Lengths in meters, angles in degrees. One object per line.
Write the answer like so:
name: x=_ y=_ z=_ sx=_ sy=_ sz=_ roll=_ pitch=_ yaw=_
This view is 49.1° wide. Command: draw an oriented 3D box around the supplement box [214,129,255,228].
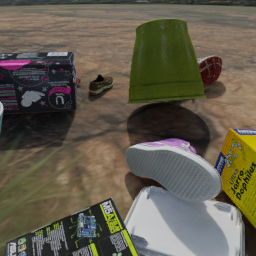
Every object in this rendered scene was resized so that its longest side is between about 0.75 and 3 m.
supplement box: x=2.641 y=1.010 z=4.928 sx=1.160 sy=1.167 sz=2.131 roll=3 pitch=27 yaw=-19

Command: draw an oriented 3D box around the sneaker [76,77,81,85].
sneaker: x=-2.346 y=-1.997 z=11.448 sx=0.944 sy=0.381 sz=0.353 roll=9 pitch=28 yaw=16

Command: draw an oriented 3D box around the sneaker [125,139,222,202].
sneaker: x=1.150 y=0.642 z=5.722 sx=1.405 sy=0.893 sz=2.464 roll=-11 pitch=16 yaw=-31

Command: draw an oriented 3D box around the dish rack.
dish rack: x=0.916 y=1.669 z=4.704 sx=2.042 sy=0.444 sz=1.752 roll=11 pitch=30 yaw=17

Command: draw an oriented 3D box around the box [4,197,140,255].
box: x=-0.717 y=1.992 z=3.794 sx=1.800 sy=0.443 sz=1.864 roll=-19 pitch=33 yaw=-14

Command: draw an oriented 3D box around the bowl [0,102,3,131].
bowl: x=-3.989 y=0.323 z=6.194 sx=2.569 sy=1.344 sz=2.569 roll=0 pitch=29 yaw=0

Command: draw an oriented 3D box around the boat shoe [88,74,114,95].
boat shoe: x=-0.997 y=-1.808 z=10.880 sx=0.581 sy=0.581 sz=1.572 roll=10 pitch=30 yaw=18

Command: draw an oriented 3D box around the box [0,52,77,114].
box: x=-3.163 y=-1.534 z=9.319 sx=2.812 sy=1.613 sz=1.858 roll=-3 pitch=27 yaw=-7

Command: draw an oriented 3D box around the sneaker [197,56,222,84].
sneaker: x=2.581 y=-2.399 z=11.390 sx=2.940 sy=1.145 sz=1.208 roll=-12 pitch=30 yaw=-21

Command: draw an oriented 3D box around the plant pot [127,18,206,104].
plant pot: x=1.090 y=-1.974 z=8.567 sx=2.403 sy=2.313 sz=2.403 roll=-4 pitch=4 yaw=0
